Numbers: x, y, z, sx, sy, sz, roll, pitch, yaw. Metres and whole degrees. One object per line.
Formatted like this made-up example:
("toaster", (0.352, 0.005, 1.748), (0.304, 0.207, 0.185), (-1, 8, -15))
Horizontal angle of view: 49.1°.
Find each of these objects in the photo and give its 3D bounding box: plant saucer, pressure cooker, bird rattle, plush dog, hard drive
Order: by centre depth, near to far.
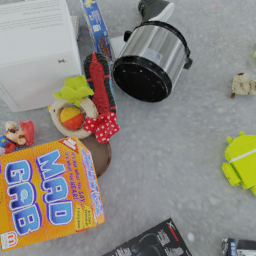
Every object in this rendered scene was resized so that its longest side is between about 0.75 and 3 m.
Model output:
("bird rattle", (-1.490, -0.436, 9.047), (1.955, 2.397, 1.351), (-24, 24, 25))
("plant saucer", (-1.443, 0.917, 9.444), (1.865, 0.321, 1.865), (-1, 77, 3))
("pressure cooker", (0.919, -2.446, 9.891), (2.280, 2.244, 2.552), (0, 55, 45))
("plush dog", (4.425, -1.508, 10.322), (1.059, 1.233, 0.989), (10, 100, 14))
("hard drive", (-0.229, -3.245, 11.447), (0.750, 0.149, 1.137), (-15, 68, -7))

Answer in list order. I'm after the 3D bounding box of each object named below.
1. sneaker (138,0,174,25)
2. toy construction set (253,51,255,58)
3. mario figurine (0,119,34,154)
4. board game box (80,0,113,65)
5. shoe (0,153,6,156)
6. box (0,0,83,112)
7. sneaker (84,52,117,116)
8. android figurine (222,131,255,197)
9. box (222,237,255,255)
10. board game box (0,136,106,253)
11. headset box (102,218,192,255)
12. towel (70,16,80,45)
("sneaker", (0.745, -4.588, 11.668), (1.260, 0.899, 2.542), (33, 65, 15))
("toy construction set", (5.822, -2.917, 10.977), (1.904, 0.877, 1.249), (23, 68, 21))
("mario figurine", (-4.172, 0.353, 9.382), (2.154, 1.142, 1.330), (-36, 71, -13))
("board game box", (-1.323, -4.128, 10.808), (0.514, 2.020, 2.985), (-17, 68, -4))
("shoe", (-4.748, 1.784, 8.663), (2.833, 1.289, 1.012), (-32, 71, -13))
("box", (-3.121, -2.395, 9.618), (2.851, 2.837, 2.442), (-12, 67, -5))
("sneaker", (-0.837, -1.192, 10.037), (1.120, 1.349, 2.823), (0, 93, 11))
("android figurine", (4.149, 1.152, 9.395), (2.018, 0.455, 2.217), (-23, 70, -9))
("box", (3.661, 4.428, 7.912), (1.827, 0.577, 2.317), (7, 66, 2))
("board game box", (-2.098, 1.843, 7.885), (2.300, 2.302, 2.300), (-15, 75, -2))
("headset box", (0.472, 4.113, 7.799), (2.764, 1.037, 2.055), (-26, 69, -11))
("towel", (-2.823, -3.930, 11.419), (1.729, 0.740, 1.432), (0, 59, -6))
